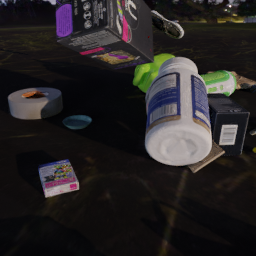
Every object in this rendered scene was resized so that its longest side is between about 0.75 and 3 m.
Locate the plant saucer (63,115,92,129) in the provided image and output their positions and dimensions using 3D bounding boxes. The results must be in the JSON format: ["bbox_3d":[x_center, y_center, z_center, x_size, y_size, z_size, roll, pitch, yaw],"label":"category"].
[{"bbox_3d":[-1.737,-0.180,9.637,0.985,0.177,0.985,0,24,0],"label":"plant saucer"}]

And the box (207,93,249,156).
[{"bbox_3d":[2.626,-0.162,8.243,0.934,1.294,1.744,-2,25,-6],"label":"box"}]

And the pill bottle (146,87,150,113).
[{"bbox_3d":[1.260,-0.952,10.007,1.255,1.255,2.267,1,25,2],"label":"pill bottle"}]

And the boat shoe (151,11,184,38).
[{"bbox_3d":[1.551,-4.419,12.158,1.825,0.626,0.517,34,47,5],"label":"boat shoe"}]

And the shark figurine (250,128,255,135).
[{"bbox_3d":[5.151,-0.239,8.489,1.907,1.332,3.192,-16,27,-28],"label":"shark figurine"}]

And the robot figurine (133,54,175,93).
[{"bbox_3d":[1.431,-2.541,13.025,2.492,1.643,2.840,36,37,20],"label":"robot figurine"}]

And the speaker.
[{"bbox_3d":[3.138,-1.645,11.588,2.891,1.279,1.279,-16,29,-31],"label":"speaker"}]

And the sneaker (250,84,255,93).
[{"bbox_3d":[6.386,-1.832,12.809,1.423,0.539,0.548,16,32,28],"label":"sneaker"}]

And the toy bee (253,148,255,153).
[{"bbox_3d":[3.678,0.655,7.635,0.825,0.449,0.540,10,2,-44],"label":"toy bee"}]

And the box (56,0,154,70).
[{"bbox_3d":[-0.428,-2.562,6.903,1.355,1.562,2.556,-5,-5,26],"label":"box"}]

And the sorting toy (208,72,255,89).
[{"bbox_3d":[4.867,-2.339,14.079,2.737,0.403,2.023,-5,30,-18],"label":"sorting toy"}]

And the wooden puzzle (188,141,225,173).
[{"bbox_3d":[1.920,0.688,7.349,0.929,0.187,1.004,-34,25,3],"label":"wooden puzzle"}]

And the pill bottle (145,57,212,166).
[{"bbox_3d":[1.344,-0.579,7.600,1.605,1.605,2.893,3,50,6],"label":"pill bottle"}]

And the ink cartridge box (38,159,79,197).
[{"bbox_3d":[-1.704,1.120,6.721,0.762,0.268,1.277,-10,25,-21],"label":"ink cartridge box"}]

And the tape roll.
[{"bbox_3d":[-3.546,-0.992,10.837,1.971,0.651,1.971,1,24,0],"label":"tape roll"}]
